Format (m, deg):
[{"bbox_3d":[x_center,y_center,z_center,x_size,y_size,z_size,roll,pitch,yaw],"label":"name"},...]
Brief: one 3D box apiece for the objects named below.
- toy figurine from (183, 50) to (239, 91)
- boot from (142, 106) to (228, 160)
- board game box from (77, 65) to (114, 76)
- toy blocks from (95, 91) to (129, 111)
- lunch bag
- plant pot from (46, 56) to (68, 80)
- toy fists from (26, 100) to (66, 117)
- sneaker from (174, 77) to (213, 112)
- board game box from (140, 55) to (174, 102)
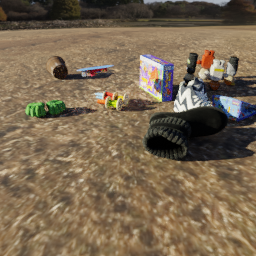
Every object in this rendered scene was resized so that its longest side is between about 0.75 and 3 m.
[{"bbox_3d":[4.926,-3.372,16.616,2.671,1.888,2.713,29,36,36],"label":"toy figurine"},{"bbox_3d":[2.070,0.139,9.720,3.044,1.145,2.276,-7,17,9],"label":"boot"},{"bbox_3d":[-1.506,-2.665,13.159,1.743,0.339,1.377,-6,16,3],"label":"board game box"},{"bbox_3d":[-0.989,-1.387,13.658,1.693,0.615,1.411,10,27,20],"label":"toy blocks"},{"bbox_3d":[4.904,-0.990,12.724,1.892,0.890,1.424,-9,23,-39],"label":"lunch bag"},{"bbox_3d":[-4.559,-3.845,18.218,1.321,1.321,1.307,-11,35,-22],"label":"plant pot"},{"bbox_3d":[-3.706,-0.907,12.668,1.769,0.608,0.902,-10,28,-23],"label":"toy fists"},{"bbox_3d":[3.124,-1.257,12.067,1.065,1.737,2.669,-15,29,-27],"label":"sneaker"},{"bbox_3d":[1.475,-2.753,15.073,0.621,1.864,2.772,-10,27,-19],"label":"board game box"}]
